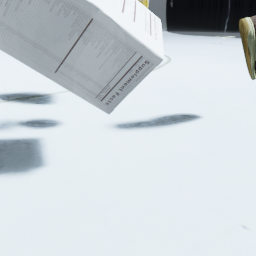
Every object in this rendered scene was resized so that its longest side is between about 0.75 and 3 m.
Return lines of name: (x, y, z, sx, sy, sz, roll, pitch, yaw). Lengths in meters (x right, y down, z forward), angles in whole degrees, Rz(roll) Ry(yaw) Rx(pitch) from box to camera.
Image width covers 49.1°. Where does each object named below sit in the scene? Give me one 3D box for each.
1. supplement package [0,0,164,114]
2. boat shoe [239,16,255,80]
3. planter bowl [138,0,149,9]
supplement package: (-1.005, -1.918, 5.070, 2.991, 1.701, 1.638, 31, 38, -24)
boat shoe: (3.504, -2.072, 7.485, 0.743, 0.840, 2.294, -15, -27, 22)
planter bowl: (-0.457, -3.968, 9.551, 2.332, 2.332, 0.971, 2, -9, 6)
